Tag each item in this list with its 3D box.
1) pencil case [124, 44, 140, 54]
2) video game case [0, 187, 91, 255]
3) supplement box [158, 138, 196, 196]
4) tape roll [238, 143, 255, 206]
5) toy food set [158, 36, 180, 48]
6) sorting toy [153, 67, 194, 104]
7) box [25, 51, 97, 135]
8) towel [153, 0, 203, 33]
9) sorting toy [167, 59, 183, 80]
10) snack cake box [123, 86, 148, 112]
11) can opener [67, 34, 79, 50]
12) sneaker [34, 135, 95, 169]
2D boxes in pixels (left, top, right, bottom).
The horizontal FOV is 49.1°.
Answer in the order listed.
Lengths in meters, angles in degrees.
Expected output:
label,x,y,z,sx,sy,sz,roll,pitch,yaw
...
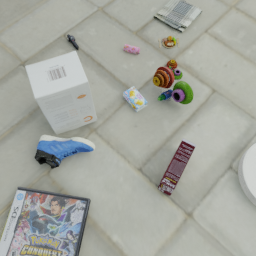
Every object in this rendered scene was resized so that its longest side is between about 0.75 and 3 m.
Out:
label,x,y,z,sx,sy,sz,roll,pitch,yaw
pencil case,0.182,-3.663,12.997,0.765,0.335,0.335,14,66,5
video game case,-2.864,3.439,9.625,2.697,0.344,2.437,8,65,4
supplement box,1.771,1.431,10.200,0.574,1.026,1.884,26,67,12
tape roll,5.556,1.773,10.310,2.874,0.525,2.874,0,65,0
toy food set,1.950,-4.080,13.255,0.996,0.200,0.688,-2,65,-1
sorting toy,1.658,-1.578,11.422,0.811,1.187,1.975,-30,68,-32
box,-2.329,-1.174,10.387,1.798,2.890,1.409,-20,66,-9
towel,2.494,-5.721,13.963,1.815,0.326,1.885,35,70,15
sorting toy,2.043,-2.653,12.459,0.615,0.420,1.024,-22,67,-10
snack cake box,0.308,-1.220,11.824,0.568,0.332,0.987,-33,69,-16
can opener,-2.580,-4.066,13.196,0.370,0.299,0.942,-29,68,-14
sneaker,-2.393,0.991,10.476,2.227,0.855,1.239,6,59,7
